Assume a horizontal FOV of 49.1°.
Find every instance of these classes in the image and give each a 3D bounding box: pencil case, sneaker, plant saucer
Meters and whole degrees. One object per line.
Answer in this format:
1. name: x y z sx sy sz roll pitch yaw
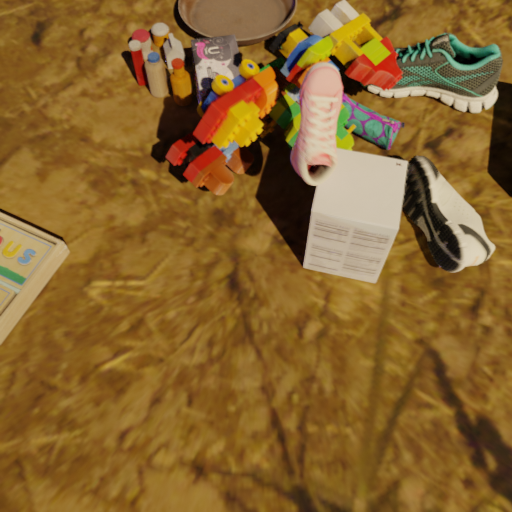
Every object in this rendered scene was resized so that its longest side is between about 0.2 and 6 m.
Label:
1. pencil case: 1.977 -2.439 10.100 1.278 0.591 0.544 32 61 17
2. sneaker: 3.060 -0.708 9.125 0.874 0.805 2.184 -5 61 -23
3. plant saucer: -0.385 -5.171 11.743 2.457 0.394 2.457 0 57 0
4. sneaker: 3.180 -3.615 10.373 2.822 1.287 1.095 11 61 7
5. sneaker: 0.853 -1.647 7.345 0.590 1.567 0.819 2 37 -13

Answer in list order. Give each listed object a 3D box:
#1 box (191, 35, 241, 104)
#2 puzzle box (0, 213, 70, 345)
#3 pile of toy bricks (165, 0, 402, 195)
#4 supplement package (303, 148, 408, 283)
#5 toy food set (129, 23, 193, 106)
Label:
1. box: -0.710 -3.383 10.529 0.896 0.778 1.355 -8 61 -5
2. puzzle box: -4.770 0.056 8.795 3.040 0.386 2.022 22 62 12
3. pile of toy bricks: 0.774 -2.214 9.306 2.201 2.473 4.458 45 51 -1
4. supplement package: 1.452 -0.584 8.452 1.213 1.610 1.222 12 61 7
5. toy food set: -1.882 -3.885 10.720 1.005 0.947 2.105 -12 61 -7
